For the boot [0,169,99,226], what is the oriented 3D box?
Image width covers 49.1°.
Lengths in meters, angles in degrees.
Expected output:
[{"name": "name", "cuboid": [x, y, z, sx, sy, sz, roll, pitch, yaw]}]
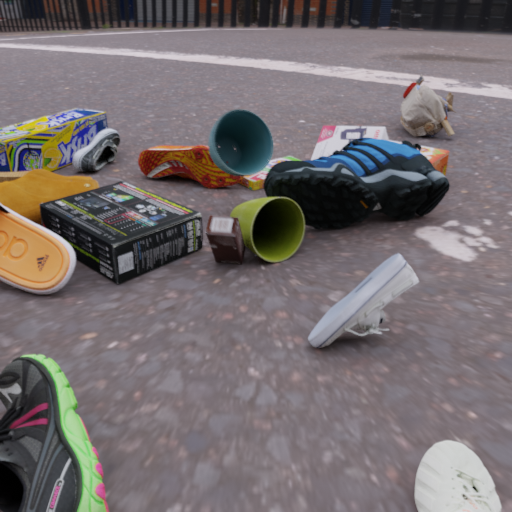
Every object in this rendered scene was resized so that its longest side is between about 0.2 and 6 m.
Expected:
[{"name": "boot", "cuboid": [-3.783, -0.911, 10.097, 1.901, 0.934, 2.655, -1, 31, -15]}]

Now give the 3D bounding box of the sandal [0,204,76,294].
[{"name": "sandal", "cuboid": [-4.172, -0.425, 8.246, 3.269, 0.937, 1.252, 18, 75, 16]}]

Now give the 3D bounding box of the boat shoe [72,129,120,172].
[{"name": "boat shoe", "cuboid": [-3.667, -2.466, 13.504, 0.662, 0.673, 1.868, 15, 39, 9]}]

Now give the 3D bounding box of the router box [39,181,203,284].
[{"name": "router box", "cuboid": [-2.285, -0.492, 9.443, 2.299, 0.714, 1.723, 25, 36, 38]}]

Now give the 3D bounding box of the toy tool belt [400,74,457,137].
[{"name": "toy tool belt", "cuboid": [5.003, -4.177, 16.204, 1.468, 1.492, 2.390, 31, 31, -7]}]

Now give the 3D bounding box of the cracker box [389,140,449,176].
[{"name": "cracker box", "cuboid": [2.752, -2.033, 12.428, 2.499, 0.721, 1.674, 19, 33, 31]}]

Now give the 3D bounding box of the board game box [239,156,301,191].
[{"name": "board game box", "cuboid": [0.444, -1.914, 12.738, 1.951, 0.293, 0.932, -16, 32, -34]}]

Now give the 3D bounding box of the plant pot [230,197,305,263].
[{"name": "plant pot", "cuboid": [0.057, -0.520, 9.356, 1.053, 1.053, 1.126, -17, 20, -29]}]

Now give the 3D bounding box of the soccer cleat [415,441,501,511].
[{"name": "soccer cleat", "cuboid": [1.577, 2.109, 4.317, 0.722, 0.808, 2.083, 9, 28, 17]}]

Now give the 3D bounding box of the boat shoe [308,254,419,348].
[{"name": "boat shoe", "cuboid": [1.421, 0.733, 7.054, 1.598, 0.681, 0.590, -41, 2, -8]}]

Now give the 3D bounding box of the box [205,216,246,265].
[{"name": "box", "cuboid": [-0.466, -0.233, 8.717, 0.463, 0.925, 0.347, 5, 63, 11]}]

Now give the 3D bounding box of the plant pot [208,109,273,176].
[{"name": "plant pot", "cuboid": [-0.398, -2.014, 10.429, 1.205, 1.205, 0.811, -15, 2, -27]}]

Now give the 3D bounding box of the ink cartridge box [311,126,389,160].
[{"name": "ink cartridge box", "cuboid": [1.944, -2.128, 11.500, 1.359, 0.573, 0.984, 7, 62, 26]}]

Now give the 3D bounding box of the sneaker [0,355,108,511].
[{"name": "sneaker", "cuboid": [-2.093, 1.677, 5.080, 0.977, 0.895, 2.331, -11, 28, -29]}]

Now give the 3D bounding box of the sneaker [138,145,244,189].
[{"name": "sneaker", "cuboid": [-1.374, -2.098, 12.396, 2.528, 0.923, 0.975, 14, 24, 21]}]

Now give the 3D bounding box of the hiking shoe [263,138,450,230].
[{"name": "hiking shoe", "cuboid": [1.708, -1.432, 10.322, 3.566, 1.326, 1.546, -1, 49, -22]}]

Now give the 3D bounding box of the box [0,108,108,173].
[{"name": "box", "cuboid": [-4.969, -2.708, 13.417, 1.105, 1.014, 3.153, 13, 31, 25]}]
